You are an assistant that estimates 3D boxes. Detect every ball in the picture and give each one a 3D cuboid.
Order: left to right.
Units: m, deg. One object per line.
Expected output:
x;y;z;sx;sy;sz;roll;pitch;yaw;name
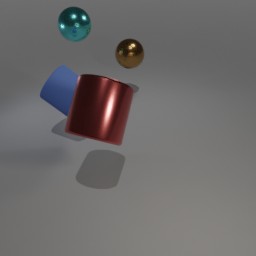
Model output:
-2.237;-4.342;11.765;1.400;1.400;1.400;0;30;0;ball
0.083;-3.525;13.321;1.400;1.400;1.400;0;30;0;ball

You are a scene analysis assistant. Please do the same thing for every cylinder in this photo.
-2.076;-1.224;9.773;1.400;1.400;1.400;36;33;-5;cylinder
-0.677;-0.404;6.724;1.400;1.400;1.400;14;-4;1;cylinder
